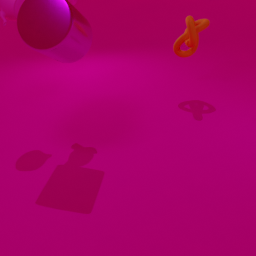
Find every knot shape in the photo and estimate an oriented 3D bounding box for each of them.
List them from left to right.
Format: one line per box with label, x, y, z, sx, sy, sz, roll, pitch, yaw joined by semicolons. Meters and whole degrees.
knot shape;2.170;-3.150;9.839;0.723;1.464;1.564;31;36;11

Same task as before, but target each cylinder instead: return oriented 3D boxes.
cylinder;-1.566;-2.174;6.211;1.243;1.243;1.243;7;3;12

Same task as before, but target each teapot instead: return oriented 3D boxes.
teapot;-2.797;-3.041;7.010;0.658;0.836;1.344;29;68;17

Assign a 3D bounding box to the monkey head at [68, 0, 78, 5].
monkey head;-1.691;-3.596;7.287;0.915;1.272;0.766;12;57;38
